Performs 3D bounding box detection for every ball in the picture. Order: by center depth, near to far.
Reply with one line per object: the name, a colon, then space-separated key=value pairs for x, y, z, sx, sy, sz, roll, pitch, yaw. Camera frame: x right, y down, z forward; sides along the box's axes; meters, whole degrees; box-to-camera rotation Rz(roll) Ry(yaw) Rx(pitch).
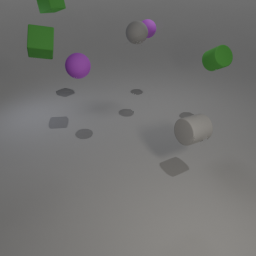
ball: x=-1.383 y=-1.715 z=7.732 sx=0.700 sy=0.700 sz=0.700 roll=0 pitch=30 yaw=0
ball: x=0.276 y=-2.979 z=8.754 sx=0.700 sy=0.700 sz=0.700 roll=0 pitch=30 yaw=0
ball: x=0.774 y=-3.959 z=11.163 sx=0.700 sy=0.700 sz=0.700 roll=0 pitch=30 yaw=0

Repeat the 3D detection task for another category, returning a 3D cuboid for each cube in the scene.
cube: x=-2.511 y=-2.462 z=8.075 sx=0.700 sy=0.700 sz=0.700 roll=2 pitch=-9 yaw=-16
cube: x=-2.793 y=-4.585 z=10.093 sx=0.700 sy=0.700 sz=0.700 roll=3 pitch=22 yaw=40

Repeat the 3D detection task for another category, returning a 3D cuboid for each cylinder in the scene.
cylinder: x=1.655 y=0.036 z=7.104 sx=0.700 sy=0.700 sz=0.700 roll=-14 pitch=32 yaw=-32
cylinder: x=2.895 y=-2.263 z=9.103 sx=0.700 sy=0.700 sz=0.700 roll=-13 pitch=3 yaw=-21
